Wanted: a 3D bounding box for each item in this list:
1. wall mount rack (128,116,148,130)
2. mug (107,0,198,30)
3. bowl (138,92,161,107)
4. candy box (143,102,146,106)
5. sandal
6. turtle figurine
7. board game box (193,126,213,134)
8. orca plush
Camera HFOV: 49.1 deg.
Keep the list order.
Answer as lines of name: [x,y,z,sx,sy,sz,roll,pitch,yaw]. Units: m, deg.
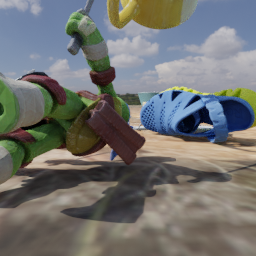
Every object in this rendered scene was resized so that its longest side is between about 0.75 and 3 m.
wall mount rack: [0.525,-0.161,7.474,1.162,0.433,1.009,-4,7,-26]
mug: [0.572,-2.565,4.617,1.496,1.868,1.534,12,-15,2]
bowl: [1.540,-1.035,12.707,2.192,1.146,2.192,0,6,0]
candy box: [1.155,-0.583,10.228,1.260,0.727,0.348,-3,6,-26]
sandal: [1.229,-0.247,5.696,2.666,1.060,1.161,-3,23,44]
turtle figurine: [-0.946,-0.398,2.994,1.642,2.281,2.212,-17,6,25]
board game box: [1.840,0.066,6.456,0.796,0.173,0.800,2,6,22]
orca plush: [-1.404,0.004,2.894,1.521,0.800,0.541,-23,23,14]
